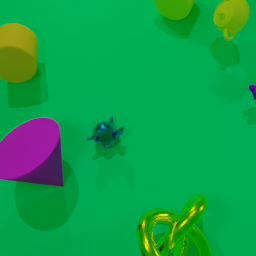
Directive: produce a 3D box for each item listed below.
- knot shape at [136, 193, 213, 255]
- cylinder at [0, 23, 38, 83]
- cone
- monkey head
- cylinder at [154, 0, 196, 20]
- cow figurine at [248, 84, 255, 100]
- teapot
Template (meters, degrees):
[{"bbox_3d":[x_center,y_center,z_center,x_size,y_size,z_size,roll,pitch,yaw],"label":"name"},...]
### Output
[{"bbox_3d":[0.950,2.331,5.811,0.949,1.922,2.054,10,89,48],"label":"knot shape"},{"bbox_3d":[-2.990,-1.980,7.417,1.131,1.131,1.131,-10,49,-4],"label":"cylinder"},{"bbox_3d":[-1.913,0.920,6.487,1.659,1.665,1.659,-14,44,14],"label":"cone"},{"bbox_3d":[-0.512,0.082,7.137,0.686,0.819,1.138,44,45,-1],"label":"monkey head"},{"bbox_3d":[1.523,-4.100,8.444,1.148,1.148,1.148,25,71,9],"label":"cylinder"},{"bbox_3d":[3.709,-1.011,7.239,0.994,0.978,0.545,-40,44,19],"label":"cow figurine"},{"bbox_3d":[2.775,-3.156,7.699,0.759,0.963,1.549,2,87,-29],"label":"teapot"}]
